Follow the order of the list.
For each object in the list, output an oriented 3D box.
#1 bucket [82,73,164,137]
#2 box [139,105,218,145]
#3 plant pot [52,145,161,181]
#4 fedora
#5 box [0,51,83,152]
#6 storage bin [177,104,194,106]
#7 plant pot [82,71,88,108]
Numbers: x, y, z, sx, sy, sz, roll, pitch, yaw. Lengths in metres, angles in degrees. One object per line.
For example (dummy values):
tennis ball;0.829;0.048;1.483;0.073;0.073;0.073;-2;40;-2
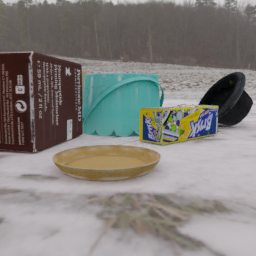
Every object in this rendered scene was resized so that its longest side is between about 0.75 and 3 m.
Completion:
bucket;-0.196;-0.852;9.580;2.945;1.916;2.945;-1;8;0
box;1.534;-0.165;8.000;2.649;0.928;0.852;-7;10;-42
plant pot;-0.359;0.582;4.907;1.868;0.257;1.868;-1;8;0
fedora;3.825;-0.849;10.863;1.247;2.730;2.730;34;2;-9
box;-2.697;-0.719;7.340;2.182;2.204;2.657;2;8;14
storage bin;1.759;-0.339;9.566;1.188;0.864;0.798;-17;0;-43
plant pot;-2.112;-1.183;11.187;2.014;2.151;2.014;0;6;0
